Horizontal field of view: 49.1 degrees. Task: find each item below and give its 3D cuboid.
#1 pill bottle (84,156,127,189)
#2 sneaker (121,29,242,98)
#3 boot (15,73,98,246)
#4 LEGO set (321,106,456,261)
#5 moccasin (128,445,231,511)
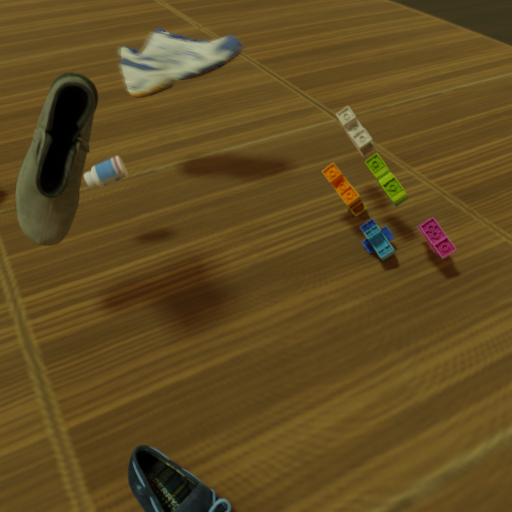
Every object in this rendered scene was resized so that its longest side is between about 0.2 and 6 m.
[{"bbox_3d":[-2.590,-1.414,9.622,0.672,0.377,0.377,-24,43,0],"label":"pill bottle"},{"bbox_3d":[-1.513,-3.879,10.713,2.439,1.075,0.918,-15,13,14],"label":"sneaker"},{"bbox_3d":[-2.650,-1.074,7.192,0.873,2.579,1.684,13,21,-19],"label":"boot"},{"bbox_3d":[2.261,-1.023,10.644,1.261,1.356,3.305,-34,73,11],"label":"LEGO set"},{"bbox_3d":[-0.800,2.975,6.389,2.082,0.710,0.838,25,47,27],"label":"moccasin"}]
